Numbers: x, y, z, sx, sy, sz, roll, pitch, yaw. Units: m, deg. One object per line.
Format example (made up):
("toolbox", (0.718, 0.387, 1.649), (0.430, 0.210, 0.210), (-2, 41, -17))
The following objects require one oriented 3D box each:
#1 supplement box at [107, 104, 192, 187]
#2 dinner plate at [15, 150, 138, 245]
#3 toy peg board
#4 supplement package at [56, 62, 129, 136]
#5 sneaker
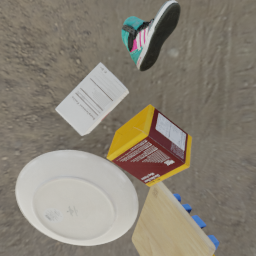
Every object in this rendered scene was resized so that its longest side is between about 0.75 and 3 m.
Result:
("supplement box", (0.331, 0.299, 4.224), (0.887, 0.875, 0.589), (36, 43, -18))
("dinner plate", (-1.165, 1.727, 6.181), (2.778, 0.337, 2.778), (3, 118, 5))
("toy peg board", (0.964, 2.072, 5.217), (0.803, 1.642, 1.635), (0, 119, -31))
("supplement package", (-0.655, -0.534, 5.442), (0.726, 0.735, 1.212), (45, 94, 0))
("sneaker", (0.374, -2.021, 5.621), (0.661, 1.580, 0.954), (-21, 66, -36))
